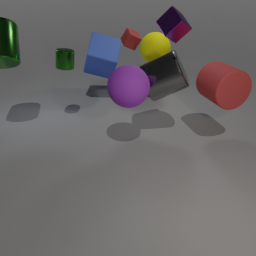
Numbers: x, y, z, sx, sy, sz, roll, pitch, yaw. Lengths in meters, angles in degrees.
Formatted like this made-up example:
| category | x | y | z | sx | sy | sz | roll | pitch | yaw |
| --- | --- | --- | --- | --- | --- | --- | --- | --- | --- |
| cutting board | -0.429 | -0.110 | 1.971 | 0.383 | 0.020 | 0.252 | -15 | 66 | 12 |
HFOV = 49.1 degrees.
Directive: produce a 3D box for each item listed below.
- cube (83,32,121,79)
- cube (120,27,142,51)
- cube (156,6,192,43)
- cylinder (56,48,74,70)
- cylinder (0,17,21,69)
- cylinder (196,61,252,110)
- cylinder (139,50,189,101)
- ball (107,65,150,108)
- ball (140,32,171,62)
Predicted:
| category | x | y | z | sx | sy | sz | roll | pitch | yaw |
| --- | --- | --- | --- | --- | --- | --- | --- | --- | --- |
| cube | -1.228 | -3.400 | 13.273 | 1.400 | 1.400 | 1.400 | 13 | 64 | -11 |
| cube | 0.146 | -4.419 | 13.907 | 0.700 | 0.700 | 0.700 | 14 | 40 | -32 |
| cube | 1.462 | -3.272 | 8.906 | 0.700 | 0.700 | 0.700 | 8 | 51 | -51 |
| cylinder | -2.419 | -2.643 | 10.747 | 0.700 | 0.700 | 0.700 | 6 | 26 | -3 |
| cylinder | -4.558 | -2.941 | 9.820 | 1.400 | 1.400 | 1.400 | -6 | -3 | 0 |
| cylinder | 3.375 | -1.541 | 9.982 | 1.400 | 1.400 | 1.400 | -8 | 28 | -15 |
| cylinder | 1.299 | -1.864 | 10.091 | 1.400 | 1.400 | 1.400 | -22 | 23 | 19 |
| ball | 0.014 | -1.361 | 9.195 | 1.400 | 1.400 | 1.400 | 0 | 29 | 0 |
| ball | 1.237 | -3.636 | 12.766 | 1.400 | 1.400 | 1.400 | 0 | 29 | 0 |
